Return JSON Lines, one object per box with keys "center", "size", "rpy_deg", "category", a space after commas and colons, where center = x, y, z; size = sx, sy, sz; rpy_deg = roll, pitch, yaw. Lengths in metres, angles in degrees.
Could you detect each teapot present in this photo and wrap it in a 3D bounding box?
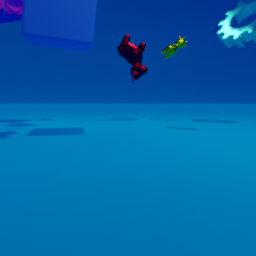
{"center": [-2.839, -3.651, 6.711], "size": [0.968, 1.976, 1.229], "rpy_deg": [-7, 3, -43], "category": "teapot"}

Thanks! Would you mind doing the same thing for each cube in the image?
{"center": [-3.896, -4.001, 8.441], "size": [1.280, 1.280, 1.280], "rpy_deg": [-4, 8, 11], "category": "cube"}
{"center": [-1.321, -2.298, 5.546], "size": [1.269, 1.269, 1.269], "rpy_deg": [4, 8, -13], "category": "cube"}

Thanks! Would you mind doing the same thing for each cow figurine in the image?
{"center": [1.798, -3.097, 10.767], "size": [0.923, 0.515, 0.938], "rpy_deg": [-31, 9, 31], "category": "cow figurine"}
{"center": [0.152, -2.612, 10.666], "size": [1.491, 1.467, 0.818], "rpy_deg": [27, 3, -1], "category": "cow figurine"}

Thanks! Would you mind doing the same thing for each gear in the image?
{"center": [3.781, -3.388, 8.749], "size": [0.367, 1.984, 1.984], "rpy_deg": [40, -18, -32], "category": "gear"}
